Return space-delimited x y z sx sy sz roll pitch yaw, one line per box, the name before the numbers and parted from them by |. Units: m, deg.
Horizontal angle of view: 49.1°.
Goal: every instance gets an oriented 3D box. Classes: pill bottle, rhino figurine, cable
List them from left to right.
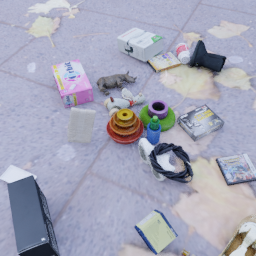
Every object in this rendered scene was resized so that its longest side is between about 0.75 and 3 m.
rhino figurine | -0.480 -2.103 12.593 2.003 0.599 0.876 -19 51 -18
cable | 1.475 1.096 9.549 1.731 0.440 1.413 18 54 -18
pill bottle | 2.757 -3.692 13.928 0.606 0.606 1.079 -2 49 -2

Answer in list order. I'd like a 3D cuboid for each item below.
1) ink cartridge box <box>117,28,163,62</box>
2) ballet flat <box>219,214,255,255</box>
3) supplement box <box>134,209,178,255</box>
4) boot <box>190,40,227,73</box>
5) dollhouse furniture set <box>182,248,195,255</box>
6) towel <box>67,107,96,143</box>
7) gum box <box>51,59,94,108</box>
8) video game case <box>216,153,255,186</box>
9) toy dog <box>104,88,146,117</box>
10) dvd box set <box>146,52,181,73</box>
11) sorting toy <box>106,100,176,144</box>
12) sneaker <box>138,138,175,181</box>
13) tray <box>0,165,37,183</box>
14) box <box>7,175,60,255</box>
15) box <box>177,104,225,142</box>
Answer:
ink cartridge box | 0.599 -4.240 14.138 1.407 0.797 1.920 -37 52 -27
ballet flat | 3.233 3.338 7.774 0.930 0.861 2.638 34 57 24
supplement box | 0.791 2.941 7.991 0.841 0.565 0.842 -36 93 -15
boot | 3.987 -3.492 13.689 1.592 0.724 1.895 17 52 13
dollhouse furniture set | 1.792 3.781 7.826 0.758 0.308 0.408 21 51 39
towel | -1.704 -0.073 10.197 0.919 1.386 0.239 6 27 -18
gum box | -2.502 -2.049 12.419 1.311 0.764 2.310 -17 52 -14
video game case | 3.853 1.438 9.859 1.192 0.152 1.077 -8 50 -7
toy dog | -0.172 -1.168 11.595 1.203 0.879 1.824 35 58 26
dvd box set | 1.748 -3.235 13.804 1.395 0.205 1.020 -21 53 -17
sorting toy | 0.639 -0.387 10.680 2.981 1.224 1.791 -25 54 -21
sneaker | 1.025 1.033 9.962 0.867 0.680 1.746 -20 61 -25
tray | -3.758 1.723 9.635 1.145 0.127 0.615 19 51 16
box | -2.687 2.643 7.968 0.820 1.468 2.080 -17 51 -15
box | 2.875 -0.230 11.143 1.464 0.354 1.160 -24 53 -19
